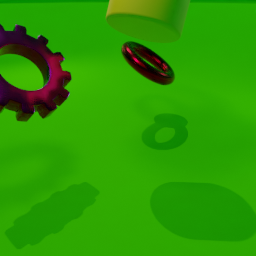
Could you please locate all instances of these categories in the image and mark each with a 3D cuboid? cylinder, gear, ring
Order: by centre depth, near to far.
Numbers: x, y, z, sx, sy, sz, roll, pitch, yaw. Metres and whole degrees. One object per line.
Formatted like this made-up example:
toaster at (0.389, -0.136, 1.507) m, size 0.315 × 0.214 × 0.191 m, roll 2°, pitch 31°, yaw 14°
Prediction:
gear at (-1.868, -0.990, 4.911) m, size 0.327 × 1.766 × 1.766 m, roll -33°, pitch -2°, yaw 44°
cylinder at (0.420, -2.375, 4.912) m, size 1.363 × 1.363 × 1.363 m, roll 14°, pitch 4°, yaw -1°
ring at (0.557, -1.760, 7.569) m, size 1.690 × 0.338 × 1.690 m, roll 27°, pitch 30°, yaw -17°
